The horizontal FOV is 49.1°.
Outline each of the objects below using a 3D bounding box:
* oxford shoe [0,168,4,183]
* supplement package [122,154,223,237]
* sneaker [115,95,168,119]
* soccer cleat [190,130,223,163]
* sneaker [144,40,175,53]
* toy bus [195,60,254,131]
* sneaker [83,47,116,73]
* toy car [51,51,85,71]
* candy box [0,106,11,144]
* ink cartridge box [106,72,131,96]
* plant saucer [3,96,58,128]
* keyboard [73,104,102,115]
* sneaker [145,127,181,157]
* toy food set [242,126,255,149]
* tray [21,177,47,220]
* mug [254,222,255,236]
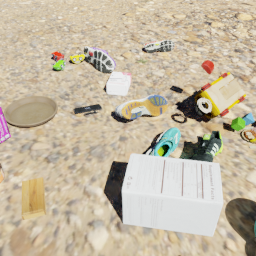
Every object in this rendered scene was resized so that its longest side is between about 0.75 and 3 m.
[{"bbox_3d":[-4.794,1.524,7.443,2.724,0.993,0.971,-31,47,-34],"label":"oxford shoe"},{"bbox_3d":[1.071,1.643,7.014,2.262,1.322,1.327,6,38,8],"label":"supplement package"},{"bbox_3d":[0.502,-0.830,10.675,2.169,0.816,0.956,-8,9,-33],"label":"sneaker"},{"bbox_3d":[2.318,0.646,8.406,0.683,0.819,2.022,2,18,36],"label":"soccer cleat"},{"bbox_3d":[1.771,-4.708,15.859,1.759,0.677,0.747,-5,33,-7],"label":"sneaker"},{"bbox_3d":[3.202,-1.019,10.463,2.581,1.334,2.435,19,59,-21],"label":"toy bus"},{"bbox_3d":[-1.306,-3.625,14.187,1.072,1.036,2.569,-18,40,-30],"label":"sneaker"},{"bbox_3d":[-3.286,-3.332,14.253,1.871,0.417,1.761,8,39,12],"label":"toy car"},{"bbox_3d":[-4.834,0.195,8.913,0.589,1.317,1.932,22,44,27],"label":"candy box"},{"bbox_3d":[-0.388,-1.983,12.412,0.891,0.503,1.216,6,38,8],"label":"ink cartridge box"},{"bbox_3d":[-3.711,-0.612,10.808,2.022,0.298,2.022,0,37,0],"label":"plant saucer"},{"bbox_3d":[-1.564,-0.692,11.065,1.102,0.114,0.700,-13,33,-15],"label":"keyboard"},{"bbox_3d":[1.235,0.572,8.804,0.687,0.706,1.773,44,52,-1],"label":"sneaker"},{"bbox_3d":[4.407,0.238,9.738,0.834,0.243,1.208,-1,38,-1],"label":"toy food set"},{"bbox_3d":[-2.572,1.883,7.624,0.590,0.221,1.195,-10,40,-13],"label":"tray"},{"bbox_3d":[3.434,2.411,6.310,1.475,0.912,1.212,-22,50,-21],"label":"mug"}]
